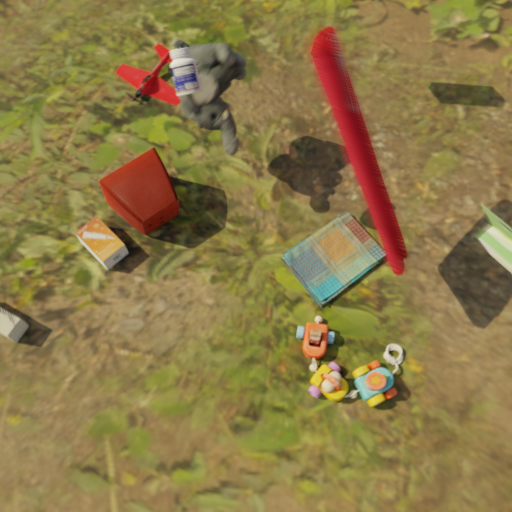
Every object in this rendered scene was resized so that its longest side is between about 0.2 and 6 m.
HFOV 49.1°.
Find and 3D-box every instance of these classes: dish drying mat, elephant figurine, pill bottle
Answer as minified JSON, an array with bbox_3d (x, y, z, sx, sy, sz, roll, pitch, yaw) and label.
[{"bbox_3d":[1.751,-1.622,9.019,0.355,3.905,1.500,-17,28,18],"label":"dish drying mat"},{"bbox_3d":[-0.956,-3.007,10.623,1.430,1.304,1.843,10,78,36],"label":"elephant figurine"},{"bbox_3d":[-1.144,-2.943,8.965,0.418,0.418,0.699,-14,107,-6],"label":"pill bottle"}]

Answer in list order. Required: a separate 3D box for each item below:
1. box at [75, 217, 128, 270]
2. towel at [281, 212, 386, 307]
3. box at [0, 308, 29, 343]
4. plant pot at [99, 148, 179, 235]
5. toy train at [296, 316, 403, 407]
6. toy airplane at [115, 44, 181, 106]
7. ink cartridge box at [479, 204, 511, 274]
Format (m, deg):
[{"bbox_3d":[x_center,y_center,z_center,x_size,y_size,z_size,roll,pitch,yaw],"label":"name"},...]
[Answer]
[{"bbox_3d":[-3.148,-0.258,11.444,0.916,0.446,0.570,42,73,17],"label":"box"},{"bbox_3d":[1.595,0.020,11.462,1.830,0.198,1.342,-35,71,-14],"label":"towel"},{"bbox_3d":[-5.044,1.181,10.792,1.199,0.493,0.410,27,68,10],"label":"box"},{"bbox_3d":[-2.272,-1.201,11.484,1.302,1.301,1.148,-35,81,-14],"label":"plant pot"},{"bbox_3d":[1.705,1.940,10.402,2.074,0.577,1.558,12,67,6],"label":"toy train"},{"bbox_3d":[-2.378,-4.324,13.307,1.832,0.337,1.832,1,67,-1],"label":"toy airplane"},{"bbox_3d":[3.629,-0.050,7.985,0.339,1.414,1.029,-45,47,13],"label":"ink cartridge box"}]
